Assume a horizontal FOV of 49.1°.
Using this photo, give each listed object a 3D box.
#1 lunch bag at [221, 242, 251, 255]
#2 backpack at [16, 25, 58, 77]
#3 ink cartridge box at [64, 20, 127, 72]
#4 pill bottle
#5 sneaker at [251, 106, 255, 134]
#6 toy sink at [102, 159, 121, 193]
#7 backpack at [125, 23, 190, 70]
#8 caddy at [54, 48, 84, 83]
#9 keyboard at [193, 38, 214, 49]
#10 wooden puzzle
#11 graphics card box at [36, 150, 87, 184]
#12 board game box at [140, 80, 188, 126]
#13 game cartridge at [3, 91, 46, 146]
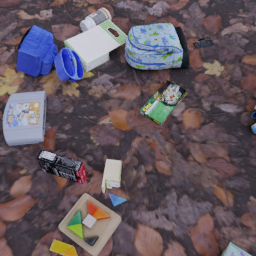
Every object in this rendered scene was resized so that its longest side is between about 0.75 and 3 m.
[{"bbox_3d":[3.297,4.295,8.110,1.446,0.882,1.232,30,62,24],"label":"lunch bag"},{"bbox_3d":[-4.016,-3.430,12.567,1.613,1.562,1.922,21,55,-20],"label":"backpack"},{"bbox_3d":[-1.446,-3.974,13.384,2.604,0.624,1.895,-32,64,-20],"label":"ink cartridge box"},{"bbox_3d":[-1.630,-5.346,14.102,1.473,0.857,0.857,-39,66,-22],"label":"pill bottle"},{"bbox_3d":[5.575,-0.929,11.324,1.064,1.055,2.936,0,46,32],"label":"sneaker"},{"bbox_3d":[-0.541,1.722,9.822,0.579,0.674,1.034,6,57,3],"label":"toy sink"},{"bbox_3d":[1.207,-3.624,12.550,2.749,2.114,2.243,-11,60,7],"label":"backpack"},{"bbox_3d":[-2.514,-2.716,12.152,1.085,0.806,1.535,-1,71,-49],"label":"caddy"},{"bbox_3d":[3.718,-4.237,13.851,0.981,0.126,0.589,-15,59,-10],"label":"keyboard"},{"bbox_3d":[-1.254,3.127,9.173,1.715,0.297,2.542,24,61,14],"label":"wooden puzzle"},{"bbox_3d":[-2.300,1.373,9.823,1.645,1.032,0.418,14,57,9],"label":"graphics card box"},{"bbox_3d":[1.525,-1.106,11.845,1.092,0.245,2.085,34,64,17],"label":"board game box"},{"bbox_3d":[-4.166,-0.454,11.323,1.610,0.502,2.418,-4,58,-7],"label":"game cartridge"}]
